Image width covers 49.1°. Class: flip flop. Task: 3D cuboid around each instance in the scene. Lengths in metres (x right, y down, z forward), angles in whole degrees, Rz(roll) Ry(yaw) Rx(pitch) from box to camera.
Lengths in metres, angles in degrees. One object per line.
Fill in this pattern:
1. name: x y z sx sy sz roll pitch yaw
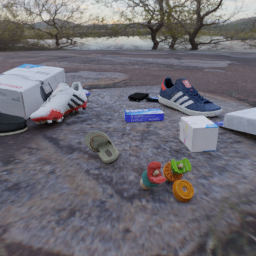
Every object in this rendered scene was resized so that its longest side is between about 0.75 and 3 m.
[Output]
1. flip flop: -0.707 0.419 7.085 0.589 0.418 1.453 -40 37 -6

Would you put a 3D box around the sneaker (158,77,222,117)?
1. sneaker: 2.467 -1.358 11.425 2.984 1.261 1.118 24 29 39

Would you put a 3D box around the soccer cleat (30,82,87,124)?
1. soccer cleat: -2.534 -0.978 10.315 1.002 1.244 2.921 -3 15 29

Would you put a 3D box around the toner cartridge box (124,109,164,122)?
1. toner cartridge box: 0.576 -0.483 10.515 1.416 0.306 0.672 -3 20 -9

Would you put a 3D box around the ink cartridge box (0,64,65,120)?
1. ink cartridge box: -4.237 -1.610 11.587 2.104 1.214 2.900 11 31 17

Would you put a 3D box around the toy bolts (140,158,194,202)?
1. toy bolts: 0.765 1.144 5.808 1.017 0.706 0.972 3 58 -22

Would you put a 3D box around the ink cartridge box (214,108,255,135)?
1. ink cartridge box: 4.712 -0.371 9.163 2.775 0.612 2.827 -11 16 -23

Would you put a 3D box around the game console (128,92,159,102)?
1. game console: 0.999 -1.436 13.358 1.877 0.226 1.107 10 22 25

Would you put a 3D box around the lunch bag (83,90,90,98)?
1. lunch bag: -2.333 -1.518 13.093 0.922 0.571 0.783 5 18 38

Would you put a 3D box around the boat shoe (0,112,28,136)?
1. boat shoe: -4.662 -0.328 9.061 2.701 0.846 0.988 7 21 -9

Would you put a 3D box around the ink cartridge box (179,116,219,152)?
1. ink cartridge box: 2.003 0.124 8.146 0.748 0.729 1.164 -3 20 -8
